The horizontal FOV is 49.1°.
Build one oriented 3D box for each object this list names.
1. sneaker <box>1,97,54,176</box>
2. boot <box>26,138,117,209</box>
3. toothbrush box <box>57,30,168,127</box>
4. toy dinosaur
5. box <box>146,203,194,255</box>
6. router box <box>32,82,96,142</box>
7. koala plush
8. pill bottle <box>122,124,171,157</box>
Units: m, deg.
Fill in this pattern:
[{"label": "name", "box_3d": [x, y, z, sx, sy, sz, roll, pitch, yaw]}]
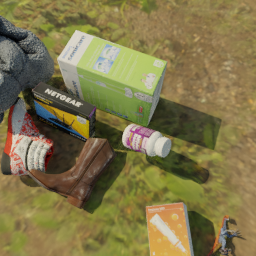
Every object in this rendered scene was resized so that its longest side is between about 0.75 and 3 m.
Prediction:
[{"label": "sneaker", "box_3d": [-2.730, 0.206, 7.936, 1.263, 0.787, 2.357, 2, 62, -9]}, {"label": "boot", "box_3d": [-1.435, 0.903, 7.517, 1.805, 0.622, 1.937, 34, 75, -12]}, {"label": "toothbrush box", "box_3d": [-0.406, -1.309, 7.882, 2.635, 1.919, 1.134, 20, 67, 9]}, {"label": "toy dinosaur", "box_3d": [2.381, 2.674, 7.072, 0.993, 0.521, 0.901, -11, 47, 8]}, {"label": "box", "box_3d": [1.026, 2.653, 6.773, 0.940, 0.737, 1.512, -11, 67, 13]}, {"label": "router box", "box_3d": [-1.754, -0.400, 7.836, 1.739, 1.297, 0.444, 24, 53, 10]}, {"label": "koala plush", "box_3d": [-3.449, -1.340, 7.600, 2.363, 2.280, 2.571, 20, 51, -10]}, {"label": "pill bottle", "box_3d": [0.491, 0.349, 7.245, 1.176, 0.660, 0.660, 18, 66, 34]}]
